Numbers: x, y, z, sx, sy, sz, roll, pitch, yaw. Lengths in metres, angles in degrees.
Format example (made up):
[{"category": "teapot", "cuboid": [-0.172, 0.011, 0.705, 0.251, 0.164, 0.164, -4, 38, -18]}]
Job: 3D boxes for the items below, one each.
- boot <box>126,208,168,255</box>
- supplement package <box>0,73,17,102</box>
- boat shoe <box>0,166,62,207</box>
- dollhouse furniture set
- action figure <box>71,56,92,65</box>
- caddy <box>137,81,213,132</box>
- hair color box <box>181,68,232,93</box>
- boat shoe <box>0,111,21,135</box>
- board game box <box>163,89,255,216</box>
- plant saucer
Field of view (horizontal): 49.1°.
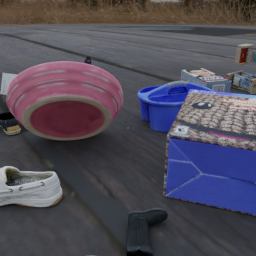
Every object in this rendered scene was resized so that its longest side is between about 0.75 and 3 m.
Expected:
[{"category": "boot", "cuboid": [0.320, 1.660, 4.431, 0.703, 0.280, 0.852, -9, 20, 5]}, {"category": "supplement package", "cuboid": [-3.578, -1.317, 9.599, 1.332, 0.778, 0.781, 4, -13, -16]}, {"category": "boat shoe", "cuboid": [-2.285, 1.032, 5.297, 2.036, 0.706, 0.721, -1, 25, -2]}, {"category": "dollhouse furniture set", "cuboid": [4.974, -2.463, 11.610, 1.233, 1.760, 1.240, -19, 31, -35]}, {"category": "action figure", "cuboid": [-1.512, -1.665, 9.075, 1.181, 0.629, 1.815, -5, -8, -11]}, {"category": "caddy", "cuboid": [1.482, -0.814, 8.634, 2.434, 1.278, 1.721, -9, 25, -18]}, {"category": "hair color box", "cuboid": [3.171, -1.902, 11.693, 1.100, 0.674, 2.222, -7, 25, -14]}, {"category": "boat shoe", "cuboid": [-3.659, -0.269, 8.385, 0.595, 0.497, 1.595, -20, 30, -33]}, {"category": "board game box", "cuboid": [2.187, 0.322, 6.022, 2.262, 1.374, 2.837, 8, 27, 17]}, {"category": "plant saucer", "cuboid": [-1.470, -0.448, 6.821, 2.781, 2.781, 0.705, -4, 61, -8]}]
